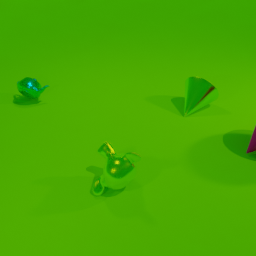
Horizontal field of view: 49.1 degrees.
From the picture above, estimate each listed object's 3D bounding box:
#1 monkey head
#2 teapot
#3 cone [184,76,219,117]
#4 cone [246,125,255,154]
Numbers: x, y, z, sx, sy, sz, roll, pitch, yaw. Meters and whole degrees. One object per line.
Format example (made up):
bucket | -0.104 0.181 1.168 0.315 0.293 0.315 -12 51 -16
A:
monkey head | -0.328 0.878 6.545 1.062 1.476 0.890 45 18 -4
teapot | -3.368 -1.433 9.801 1.352 0.841 0.662 14 68 21
cone | 2.184 -0.845 9.392 1.240 1.240 1.244 24 69 29
cone | 3.738 0.143 7.478 1.537 1.543 1.537 39 15 -12
